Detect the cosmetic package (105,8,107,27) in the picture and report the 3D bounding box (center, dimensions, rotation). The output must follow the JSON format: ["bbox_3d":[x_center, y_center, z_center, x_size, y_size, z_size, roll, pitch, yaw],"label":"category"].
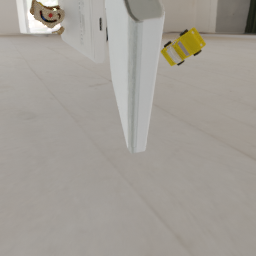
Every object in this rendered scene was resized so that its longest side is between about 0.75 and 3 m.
[{"bbox_3d":[-0.906,-4.128,11.158,0.804,0.975,0.804,-38,33,-4],"label":"cosmetic package"}]

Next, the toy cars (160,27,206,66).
[{"bbox_3d":[0.802,-2.413,8.183,2.891,1.296,0.640,24,53,30],"label":"toy cars"}]

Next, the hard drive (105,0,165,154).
[{"bbox_3d":[-0.002,-0.805,3.170,0.284,2.164,1.427,-10,61,-6],"label":"hard drive"}]

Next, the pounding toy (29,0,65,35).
[{"bbox_3d":[-2.081,-3.058,7.715,0.663,0.661,1.156,51,18,29],"label":"pounding toy"}]

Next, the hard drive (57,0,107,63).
[{"bbox_3d":[-1.305,-2.983,7.467,0.361,1.810,2.745,-14,33,-24],"label":"hard drive"}]

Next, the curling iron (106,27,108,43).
[{"bbox_3d":[-0.351,-3.482,8.272,0.681,2.746,0.351,-14,65,-35],"label":"curling iron"}]
